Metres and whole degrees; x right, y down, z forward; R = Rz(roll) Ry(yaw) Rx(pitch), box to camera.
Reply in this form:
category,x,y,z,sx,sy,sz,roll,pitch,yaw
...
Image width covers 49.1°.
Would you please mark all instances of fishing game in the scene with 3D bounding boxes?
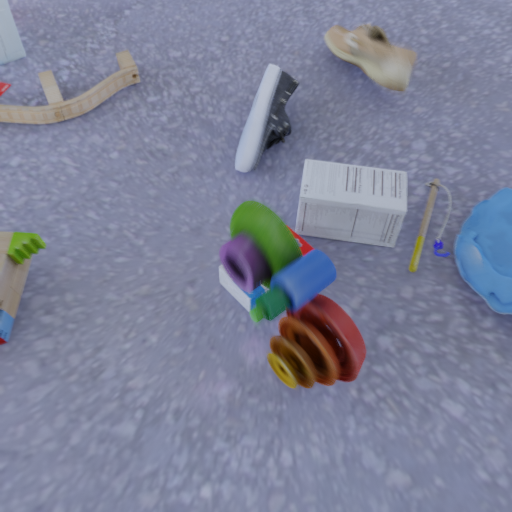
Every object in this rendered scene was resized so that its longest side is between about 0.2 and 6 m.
category,x,y,z,sx,sy,sz,roll,pitch,yaw
fishing game,4.938,0.054,9.331,4.508,0.701,3.228,9,52,16

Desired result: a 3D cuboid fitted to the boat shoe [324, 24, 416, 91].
category,x,y,z,sx,sy,sz,roll,pitch,yaw
boat shoe,2.565,-4.662,12.500,1.017,0.920,2.853,-4,40,-33

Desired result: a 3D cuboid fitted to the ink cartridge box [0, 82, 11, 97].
category,x,y,z,sx,sy,sz,roll,pitch,yaw
ink cartridge box,-6.228,-3.655,12.425,1.033,0.262,1.173,14,54,12

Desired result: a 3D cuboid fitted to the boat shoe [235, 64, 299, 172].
category,x,y,z,sx,sy,sz,roll,pitch,yaw
boat shoe,0.308,-2.717,11.348,0.910,0.960,2.746,21,56,-9

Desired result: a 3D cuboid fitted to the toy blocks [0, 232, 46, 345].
category,x,y,z,sx,sy,sz,roll,pitch,yaw
toy blocks,-4.907,0.663,8.526,3.041,1.520,2.079,3,64,3

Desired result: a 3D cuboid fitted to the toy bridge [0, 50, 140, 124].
category,x,y,z,sx,sy,sz,roll,pitch,yaw
toy bridge,-4.388,-3.446,12.090,3.884,0.529,1.305,-20,56,-15

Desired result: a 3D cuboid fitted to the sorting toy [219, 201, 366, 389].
category,x,y,z,sx,sy,sz,roll,pitch,yaw
sorting toy,0.269,0.651,7.697,1.212,1.775,2.954,-33,80,-23

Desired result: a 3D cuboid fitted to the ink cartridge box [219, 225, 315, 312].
category,x,y,z,sx,sy,sz,roll,pitch,yaw
ink cartridge box,0.202,0.189,9.291,1.456,0.489,0.846,-33,59,-23

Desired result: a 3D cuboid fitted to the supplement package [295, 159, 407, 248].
category,x,y,z,sx,sy,sz,roll,pitch,yaw
supplement package,1.645,-0.918,9.818,1.776,1.010,0.973,8,53,4

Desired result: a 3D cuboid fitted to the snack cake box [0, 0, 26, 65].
category,x,y,z,sx,sy,sz,roll,pitch,yaw
snack cake box,-6.557,-5.876,13.360,0.868,1.486,2.585,-28,57,-20
